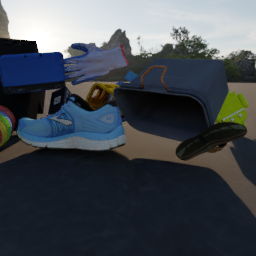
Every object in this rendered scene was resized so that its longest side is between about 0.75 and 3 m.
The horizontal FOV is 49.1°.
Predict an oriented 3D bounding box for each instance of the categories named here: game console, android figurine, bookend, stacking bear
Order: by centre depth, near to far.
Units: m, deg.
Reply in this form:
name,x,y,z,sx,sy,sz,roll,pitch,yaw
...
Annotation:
name,x,y,z,sx,sy,sz,roll,pitch,yaw
stacking bear,-2.923,0.120,5.799,0.876,0.936,1.541,-38,22,6
game console,-2.253,-1.281,6.647,1.406,0.832,1.200,-9,9,-20
android figurine,2.973,-0.540,8.218,1.202,1.321,0.271,-25,-8,-12
bookend,-3.261,-0.870,8.428,1.170,2.525,2.541,2,-21,-8

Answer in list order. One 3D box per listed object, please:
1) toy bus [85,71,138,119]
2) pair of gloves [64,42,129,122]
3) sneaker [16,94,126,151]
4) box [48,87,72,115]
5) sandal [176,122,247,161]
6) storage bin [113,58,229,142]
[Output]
name,x,y,z,sx,sy,sz,roll,pitch,yaw
toy bus,-0.403,-0.810,7.840,0.889,1.721,1.624,36,65,21
pair of gloves,-0.905,-1.347,8.679,2.219,2.760,0.314,-14,20,8
sneaker,-1.268,-0.155,6.189,2.620,1.179,1.027,0,3,19
box,-1.695,-0.465,7.680,0.497,0.870,0.955,-19,46,16
sandal,1.526,0.292,5.143,1.315,0.359,0.537,-29,33,6
storage bin,1.054,-0.852,6.361,2.318,1.687,1.557,12,53,39
